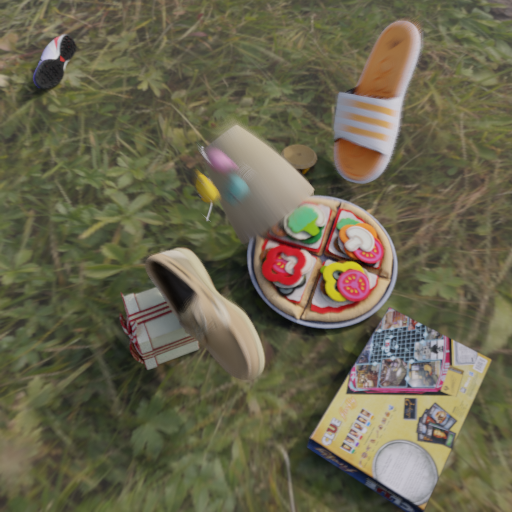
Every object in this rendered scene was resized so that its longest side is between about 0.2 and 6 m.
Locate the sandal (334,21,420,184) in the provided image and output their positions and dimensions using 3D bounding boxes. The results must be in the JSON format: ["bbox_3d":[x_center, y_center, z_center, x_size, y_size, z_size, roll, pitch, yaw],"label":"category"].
[{"bbox_3d":[2.270,-3.245,11.409,1.328,0.994,3.467,17,92,36],"label":"sandal"}]

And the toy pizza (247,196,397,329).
[{"bbox_3d":[1.210,-0.011,10.163,2.746,0.435,2.746,1,61,-1],"label":"toy pizza"}]

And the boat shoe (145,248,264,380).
[{"bbox_3d":[-0.820,0.913,8.312,2.363,0.842,0.762,50,30,17],"label":"boat shoe"}]

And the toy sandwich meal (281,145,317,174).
[{"bbox_3d":[0.898,-2.055,12.063,0.859,0.294,0.859,2,50,-2],"label":"toy sandwich meal"}]

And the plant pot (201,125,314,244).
[{"bbox_3d":[-0.130,-1.329,9.581,1.558,1.558,1.664,-42,100,-27],"label":"plant pot"}]

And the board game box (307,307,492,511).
[{"bbox_3d":[2.253,2.275,8.668,1.823,0.466,2.692,28,59,20],"label":"board game box"}]

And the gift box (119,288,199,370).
[{"bbox_3d":[-1.639,1.073,9.174,1.080,1.156,1.067,-20,51,-13],"label":"gift box"}]

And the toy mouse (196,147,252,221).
[{"bbox_3d":[-0.453,-1.207,8.615,0.979,0.213,1.102,-20,100,-21],"label":"toy mouse"}]

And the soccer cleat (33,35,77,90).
[{"bbox_3d":[-5.135,-4.787,13.990,0.675,0.630,1.846,-5,54,28],"label":"soccer cleat"}]
